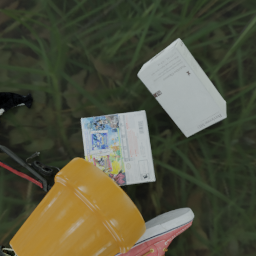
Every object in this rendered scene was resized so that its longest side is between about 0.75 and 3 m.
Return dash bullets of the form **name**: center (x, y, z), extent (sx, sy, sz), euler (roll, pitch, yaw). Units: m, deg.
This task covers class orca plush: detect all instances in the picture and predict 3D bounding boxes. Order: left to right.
- **orca plush**: center (-3.992, -0.671, 8.429), extent (2.062, 0.733, 1.085), euler (1, 81, 0)

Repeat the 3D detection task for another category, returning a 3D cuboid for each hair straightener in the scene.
- **hair straightener**: center (-2.829, 1.113, 8.245), extent (2.281, 0.467, 0.878), euler (30, 77, 2)

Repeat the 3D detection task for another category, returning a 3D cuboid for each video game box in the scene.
- **video game box**: center (-0.310, 0.656, 8.342), extent (1.944, 0.499, 2.134), euler (-6, 81, -5)

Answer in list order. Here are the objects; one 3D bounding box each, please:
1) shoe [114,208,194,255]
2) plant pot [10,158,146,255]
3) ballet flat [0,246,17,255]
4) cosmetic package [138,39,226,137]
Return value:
- **shoe**: center (0.706, 3.350, 7.730), extent (2.845, 1.016, 1.294), euler (-26, 84, 1)
- **plant pot**: center (-1.298, 2.436, 6.674), extent (2.582, 2.582, 2.364), euler (45, 64, 6)
- **ballet flat**: center (-3.192, 3.740, 7.929), extent (1.284, 0.437, 0.439), euler (26, 75, 3)
- **cosmetic package**: center (1.536, -1.064, 7.754), extent (1.332, 0.958, 2.361), euler (-34, 105, 31)
